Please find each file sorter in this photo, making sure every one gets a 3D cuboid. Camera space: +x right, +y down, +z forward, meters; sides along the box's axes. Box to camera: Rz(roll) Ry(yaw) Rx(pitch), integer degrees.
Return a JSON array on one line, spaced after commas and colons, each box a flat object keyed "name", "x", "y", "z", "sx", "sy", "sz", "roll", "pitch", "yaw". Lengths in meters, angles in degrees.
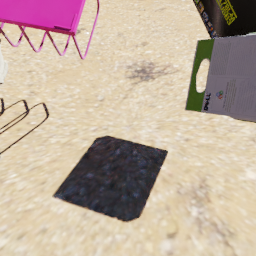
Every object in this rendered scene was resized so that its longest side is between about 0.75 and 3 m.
[{"name": "file sorter", "x": -2.414, "y": -3.230, "z": 7.532, "sx": 2.961, "sy": 1.857, "sz": 2.058, "roll": 12, "pitch": 77, "yaw": 4}]

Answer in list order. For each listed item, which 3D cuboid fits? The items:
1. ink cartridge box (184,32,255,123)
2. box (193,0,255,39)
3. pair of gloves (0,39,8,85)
[{"name": "ink cartridge box", "x": 1.586, "y": -0.642, "z": 3.725, "sx": 0.565, "sy": 1.102, "sz": 1.491, "roll": 5, "pitch": 7, "yaw": -41}, {"name": "box", "x": 2.227, "y": -2.635, "z": 5.988, "sx": 0.467, "sy": 1.899, "sz": 1.966, "roll": -22, "pitch": 85, "yaw": -9}, {"name": "pair of gloves", "x": -3.662, "y": -1.443, "z": 5.768, "sx": 2.172, "sy": 0.381, "sz": 1.847, "roll": -2, "pitch": 48, "yaw": -32}]
